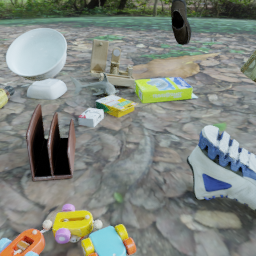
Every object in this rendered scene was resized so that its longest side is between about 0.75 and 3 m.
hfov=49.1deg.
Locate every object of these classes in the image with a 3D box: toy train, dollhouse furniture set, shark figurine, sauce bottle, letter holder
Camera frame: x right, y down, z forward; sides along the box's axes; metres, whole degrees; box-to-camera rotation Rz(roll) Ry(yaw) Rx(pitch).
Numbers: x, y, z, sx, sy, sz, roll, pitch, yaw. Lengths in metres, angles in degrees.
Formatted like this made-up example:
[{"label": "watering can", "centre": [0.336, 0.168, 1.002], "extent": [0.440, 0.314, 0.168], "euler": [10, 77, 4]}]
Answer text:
[{"label": "toy train", "centre": [-1.144, 2.482, 5.465], "extent": [2.565, 0.713, 1.927], "euler": [9, 30, 23]}, {"label": "dollhouse furniture set", "centre": [-0.811, -3.588, 15.298], "extent": [2.269, 1.944, 2.386], "euler": [5, 21, -13]}, {"label": "shark figurine", "centre": [-1.492, -2.258, 14.075], "extent": [2.607, 1.088, 1.558], "euler": [13, 25, 28]}, {"label": "sauce bottle", "centre": [-5.857, -1.326, 12.650], "extent": [0.778, 0.778, 2.403], "euler": [1, 26, 2]}, {"label": "letter holder", "centre": [-2.290, 0.266, 8.633], "extent": [1.149, 1.623, 2.284], "euler": [-3, 27, -6]}]

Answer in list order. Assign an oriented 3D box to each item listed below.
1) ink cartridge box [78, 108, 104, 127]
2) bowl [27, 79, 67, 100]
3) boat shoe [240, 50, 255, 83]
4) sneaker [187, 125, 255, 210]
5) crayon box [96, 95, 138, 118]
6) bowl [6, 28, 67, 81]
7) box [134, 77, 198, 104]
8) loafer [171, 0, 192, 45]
[{"label": "ink cartridge box", "centre": [-1.478, -0.433, 11.302], "extent": [0.685, 0.387, 0.933], "euler": [8, 29, 18]}, {"label": "bowl", "centre": [-4.088, -2.032, 14.148], "extent": [1.679, 0.627, 1.677], "euler": [8, 29, 12]}, {"label": "boat shoe", "centre": [3.894, -2.343, 7.858], "extent": [0.809, 2.218, 0.698], "euler": [-27, 56, -29]}, {"label": "sneaker", "centre": [2.626, 1.370, 7.110], "extent": [2.848, 1.645, 1.150], "euler": [41, 38, 9]}, {"label": "crayon box", "centre": [-0.475, -0.942, 12.246], "extent": [1.646, 0.424, 1.035], "euler": [22, 35, 37]}, {"label": "bowl", "centre": [-3.294, -2.592, 10.655], "extent": [2.293, 1.031, 2.293], "euler": [-3, 62, 6]}, {"label": "box", "centre": [1.858, -1.911, 13.866], "extent": [2.804, 0.668, 1.710], "euler": [-6, 29, -10]}, {"label": "loafer", "centre": [1.440, -2.911, 7.979], "extent": [0.526, 1.442, 0.514], "euler": [7, 56, 29]}]
